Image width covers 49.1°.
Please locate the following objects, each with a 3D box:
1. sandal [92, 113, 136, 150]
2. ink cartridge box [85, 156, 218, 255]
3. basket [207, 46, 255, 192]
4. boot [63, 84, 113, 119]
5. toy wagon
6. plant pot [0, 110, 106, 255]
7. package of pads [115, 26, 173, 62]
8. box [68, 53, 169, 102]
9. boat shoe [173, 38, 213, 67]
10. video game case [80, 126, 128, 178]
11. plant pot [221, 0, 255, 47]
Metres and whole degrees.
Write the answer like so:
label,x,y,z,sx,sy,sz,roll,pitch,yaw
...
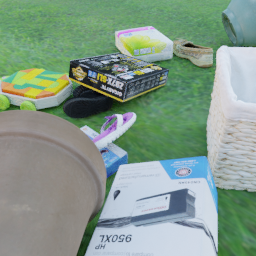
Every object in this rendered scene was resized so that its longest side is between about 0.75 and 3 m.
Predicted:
label,x,y,z,sx,sy,sz,roll,pitch,yaw
sandal,-0.369,-0.072,6.731,0.806,0.487,1.980,-20,14,30
ink cartridge box,0.464,1.638,4.430,1.710,0.996,2.366,-9,32,23
basket,3.310,-0.192,6.219,2.846,2.309,2.872,6,36,9
boot,-1.421,-0.883,8.503,1.684,0.634,1.259,-11,38,-40
toy wagon,-3.327,-1.352,9.283,2.911,0.576,2.258,14,38,18
plant pot,-1.553,1.342,3.943,2.480,2.480,2.163,-1,35,-2
package of pads,0.686,-3.628,12.198,1.888,0.833,2.443,-12,39,-14
box,-0.228,-1.794,9.268,2.198,0.679,2.753,26,31,24
boat shoe,2.704,-3.338,11.840,0.899,0.769,2.452,-20,41,-25
video game case,-1.150,0.743,6.560,1.562,0.392,1.723,30,45,34
plant pot,5.444,-4.857,12.561,1.945,2.903,2.903,-24,34,12
